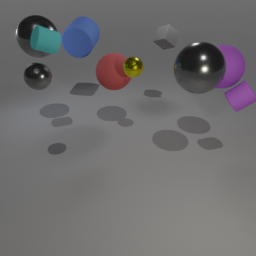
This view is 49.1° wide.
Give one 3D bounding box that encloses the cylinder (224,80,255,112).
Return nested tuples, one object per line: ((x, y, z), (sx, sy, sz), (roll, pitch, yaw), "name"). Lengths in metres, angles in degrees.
((3.376, -0.947, 8.368), (0.700, 0.700, 0.700), (-33, 19, 25), "cylinder")

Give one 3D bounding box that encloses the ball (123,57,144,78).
((0.176, -2.040, 9.419), (0.700, 0.700, 0.700), (0, 30, 0), "ball")

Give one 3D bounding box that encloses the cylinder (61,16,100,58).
((-2.099, -4.094, 12.599), (1.400, 1.400, 1.400), (5, 40, 8), "cylinder")

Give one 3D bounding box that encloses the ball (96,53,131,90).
((-0.535, -2.145, 10.713), (1.400, 1.400, 1.400), (0, 30, 0), "ball")

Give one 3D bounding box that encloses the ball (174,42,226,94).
((1.964, -1.646, 7.722), (1.400, 1.400, 1.400), (0, 30, 0), "ball")

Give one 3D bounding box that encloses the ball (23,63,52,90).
((-2.322, -1.329, 7.217), (0.700, 0.700, 0.700), (0, 30, 0), "ball")

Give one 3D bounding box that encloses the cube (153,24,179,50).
((1.624, -3.852, 11.901), (0.700, 0.700, 0.700), (24, -10, -36), "cube")

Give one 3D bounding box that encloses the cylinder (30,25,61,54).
((-2.515, -2.676, 8.551), (0.700, 0.700, 0.700), (6, 21, -39), "cylinder")

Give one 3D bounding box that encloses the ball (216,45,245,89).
((3.089, -1.997, 9.175), (1.400, 1.400, 1.400), (0, 30, 0), "ball")

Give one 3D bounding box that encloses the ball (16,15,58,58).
((-3.108, -3.145, 9.665), (1.400, 1.400, 1.400), (0, 30, 0), "ball")
